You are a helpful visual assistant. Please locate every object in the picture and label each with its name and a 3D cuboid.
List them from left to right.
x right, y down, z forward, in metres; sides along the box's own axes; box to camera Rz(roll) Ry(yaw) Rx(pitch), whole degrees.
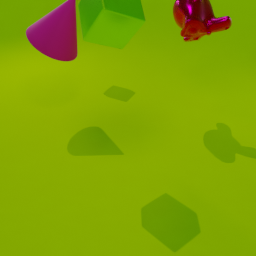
[{"bbox_3d":[-1.590,-2.633,6.880,1.387,1.392,1.387,24,38,-21],"label":"cone"},{"bbox_3d":[-0.301,-1.970,4.794,0.801,0.801,0.801,2,67,-33],"label":"cube"},{"bbox_3d":[1.812,-2.828,6.911,1.366,1.144,1.899,-4,-4,22],"label":"monkey head"}]
